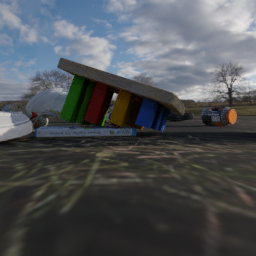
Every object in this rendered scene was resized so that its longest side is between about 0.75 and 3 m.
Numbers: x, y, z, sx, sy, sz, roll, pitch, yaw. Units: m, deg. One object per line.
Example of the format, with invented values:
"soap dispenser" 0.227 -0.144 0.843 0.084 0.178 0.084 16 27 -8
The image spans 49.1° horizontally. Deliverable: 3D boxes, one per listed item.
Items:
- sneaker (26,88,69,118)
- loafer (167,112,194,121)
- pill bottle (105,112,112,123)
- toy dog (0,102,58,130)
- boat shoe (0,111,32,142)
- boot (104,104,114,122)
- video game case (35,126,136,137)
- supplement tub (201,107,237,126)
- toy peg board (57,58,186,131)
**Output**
"sneaker" -1.616 -0.526 7.327 2.095 0.927 0.788 -15 -33 -5
"loafer" 2.205 -0.838 14.961 2.661 0.962 0.969 1 2 0
"pill bottle" -0.499 -0.396 11.062 0.867 0.481 0.481 3 4 44
"toy dog" -2.267 -0.111 6.058 0.907 0.662 1.375 -1 -14 44
"boat shoe" -2.382 -0.205 3.591 0.905 0.861 2.514 3 4 41
"boot" -0.481 -0.642 13.840 1.723 0.913 2.618 6 17 36
"video game case" -0.848 0.056 5.504 1.775 0.158 1.270 -1 2 -13
"supplement tub" 3.099 -0.396 9.560 0.641 0.641 1.047 -2 4 -40
"toy peg board" -0.115 -0.373 5.859 2.237 1.099 2.246 21 4 16
